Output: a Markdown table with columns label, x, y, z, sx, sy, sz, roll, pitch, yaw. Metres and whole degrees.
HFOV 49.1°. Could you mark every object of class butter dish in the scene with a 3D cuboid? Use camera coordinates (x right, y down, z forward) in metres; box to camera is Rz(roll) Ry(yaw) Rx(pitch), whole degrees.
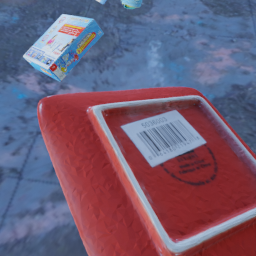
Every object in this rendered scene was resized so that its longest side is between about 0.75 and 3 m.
| label | x | y | z | sx | sy | sz | roll | pitch | yaw |
| --- | --- | --- | --- | --- | --- | --- | --- | --- | --- |
| butter dish | 0.208 | 0.540 | 2.188 | 1.597 | 1.180 | 1.592 | -9 | 54 | -32 |

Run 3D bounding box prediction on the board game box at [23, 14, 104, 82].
| label | x | y | z | sx | sy | sz | roll | pitch | yaw |
| --- | --- | --- | --- | --- | --- | --- | --- | --- | --- |
| board game box | -1.503 | -1.872 | 6.353 | 1.448 | 0.413 | 1.479 | -50 | 45 | -9 |

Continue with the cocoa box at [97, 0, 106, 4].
| label | x | y | z | sx | sy | sz | roll | pitch | yaw |
| --- | --- | --- | --- | --- | --- | --- | --- | --- | --- |
| cocoa box | -0.540 | -3.821 | 5.788 | 1.225 | 1.245 | 1.867 | 27 | 95 | -15 |

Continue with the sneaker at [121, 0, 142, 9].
| label | x | y | z | sx | sy | sz | roll | pitch | yaw |
| --- | --- | --- | --- | --- | --- | --- | --- | --- | --- |
| sneaker | 0.051 | -4.193 | 8.157 | 0.684 | 1.123 | 1.720 | 1 | 53 | -19 |
